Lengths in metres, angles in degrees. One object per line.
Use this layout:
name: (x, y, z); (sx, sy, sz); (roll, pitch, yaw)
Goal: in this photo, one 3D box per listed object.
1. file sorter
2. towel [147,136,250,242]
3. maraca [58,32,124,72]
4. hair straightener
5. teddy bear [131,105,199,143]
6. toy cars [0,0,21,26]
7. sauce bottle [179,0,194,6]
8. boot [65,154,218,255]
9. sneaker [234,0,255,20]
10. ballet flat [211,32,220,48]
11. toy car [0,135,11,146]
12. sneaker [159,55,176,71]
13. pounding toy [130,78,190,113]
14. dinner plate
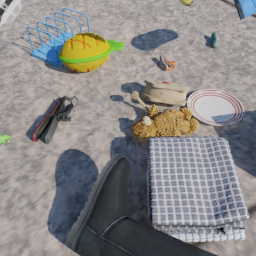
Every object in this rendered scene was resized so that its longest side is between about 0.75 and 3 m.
file sorter: (-2.727, -3.764, 11.355); (1.503, 1.329, 2.166); (25, 50, 21)
towel: (1.507, 1.298, 6.619); (2.112, 1.092, 2.551); (-1, 46, 1)
maraca: (-1.353, -2.918, 10.519); (2.585, 1.383, 1.772); (-27, 43, -29)
hair straightener: (-2.067, -0.318, 8.733); (0.834, 0.444, 2.169); (12, 43, 11)
teddy bear: (1.101, -0.163, 8.276); (2.014, 0.672, 1.460); (2, 53, 0)
toy cars: (-2.506, -3.147, 6.265); (1.192, 0.589, 2.658); (-15, 57, 35)
sauce bottle: (1.244, -3.312, 6.801); (0.972, 0.315, 0.315); (12, 31, -44)
boot: (0.461, 2.079, 5.676); (2.832, 0.930, 2.334); (21, 78, 24)
sneaker: (3.991, -4.049, 8.923); (0.929, 0.781, 2.368); (-11, 19, 36)
ballet flat: (3.781, -3.767, 12.110); (0.327, 0.346, 1.026); (25, 46, -14)
toy car: (-3.844, 0.472, 8.013); (1.046, 0.233, 0.984); (31, 54, 26)
sneaker: (1.556, -2.542, 10.911); (0.481, 0.333, 0.858); (-11, 57, -16)
pounding toy: (1.011, -0.986, 9.257); (1.939, 1.112, 1.109); (8, 18, -5)
dinner plate: (2.820, -0.658, 9.123); (1.804, 0.219, 1.804); (0, 47, 0)
